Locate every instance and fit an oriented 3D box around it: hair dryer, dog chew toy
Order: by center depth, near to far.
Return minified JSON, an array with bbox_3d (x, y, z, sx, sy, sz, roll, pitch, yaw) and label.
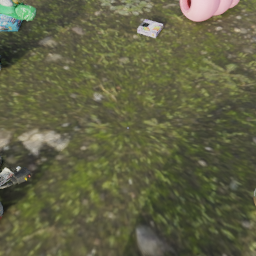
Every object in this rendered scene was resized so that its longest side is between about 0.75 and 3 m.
[{"bbox_3d":[-3.656,1.734,6.880,1.817,0.648,2.385,13,47,31],"label":"hair dryer"},{"bbox_3d":[3.524,-5.419,11.611,2.679,1.668,1.668,-17,54,-19],"label":"dog chew toy"}]

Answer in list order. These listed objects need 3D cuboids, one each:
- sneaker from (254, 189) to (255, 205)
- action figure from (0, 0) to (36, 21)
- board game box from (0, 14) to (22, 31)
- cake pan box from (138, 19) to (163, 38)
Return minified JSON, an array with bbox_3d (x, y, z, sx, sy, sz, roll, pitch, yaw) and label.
[{"bbox_3d":[3.499,1.432,7.013,0.378,0.506,1.126,27,57,19],"label":"sneaker"},{"bbox_3d":[-3.338,-3.230,6.891,2.528,0.691,1.493,27,14,8],"label":"action figure"},{"bbox_3d":[-5.070,-4.366,11.596,1.164,0.273,0.879,1,53,1],"label":"board game box"},{"bbox_3d":[0.897,-4.059,11.403,0.854,0.223,0.787,23,54,17],"label":"cake pan box"}]
